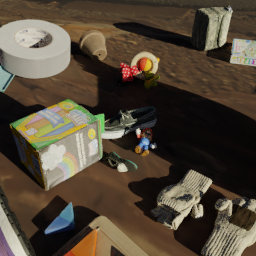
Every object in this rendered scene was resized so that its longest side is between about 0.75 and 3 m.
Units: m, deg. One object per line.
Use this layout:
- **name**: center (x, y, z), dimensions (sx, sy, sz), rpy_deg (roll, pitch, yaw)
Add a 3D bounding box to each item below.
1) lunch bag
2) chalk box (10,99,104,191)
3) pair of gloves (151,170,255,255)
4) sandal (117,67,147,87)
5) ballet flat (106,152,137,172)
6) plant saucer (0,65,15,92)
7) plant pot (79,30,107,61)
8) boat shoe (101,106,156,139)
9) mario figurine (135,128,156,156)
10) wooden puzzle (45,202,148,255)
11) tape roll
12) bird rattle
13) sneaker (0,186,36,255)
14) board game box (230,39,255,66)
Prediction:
- **lunch bag**: center (3.702, -4.351, 12.161), dimensions (1.435, 1.711, 1.192), rpy_deg (-16, 40, -18)
- **chalk box**: center (-1.411, 0.224, 6.487), dimensions (1.986, 1.236, 1.230), rpy_deg (-29, 46, -34)
- **pair of gloves**: center (1.521, 1.577, 5.395), dimensions (1.609, 0.332, 1.892), rpy_deg (-31, 44, -34)
- **sandal**: center (0.192, -1.940, 10.085), dimensions (0.574, 0.344, 1.527), rpy_deg (24, 43, 28)
- **ballet flat**: center (-0.184, 0.839, 6.481), dimensions (0.303, 0.301, 0.885), rpy_deg (-38, 41, -28)
- **plant saucer**: center (-4.389, -1.829, 9.920), dimensions (0.642, 0.174, 1.837), rpy_deg (12, 38, -9)
- **plant pot**: center (-1.327, -3.247, 11.397), dimensions (1.105, 1.105, 0.963), rpy_deg (-17, 59, -22)
- **boat shoe**: center (-0.051, -0.237, 7.586), dimensions (1.774, 0.629, 0.639), rpy_deg (-17, 40, -21)
- **mario figurine**: center (0.437, 0.267, 7.013), dimensions (0.448, 0.521, 0.845), rpy_deg (-20, 31, 30)
- **wooden puzzle**: center (-0.487, 2.364, 4.390), dimensions (2.879, 0.337, 1.942), rpy_deg (25, 43, 30)
- **tape roll**: center (-3.531, -3.045, 10.593), dimensions (2.649, 0.875, 2.649), rpy_deg (7, 47, -7)
- **bird rattle**: center (0.451, -2.031, 9.543), dimensions (1.433, 1.169, 0.807), rpy_deg (22, 24, -1)
- **sneaker**: center (-2.788, 1.534, 4.914), dimensions (1.251, 1.082, 2.856), rpy_deg (-31, 47, -22)
- **board game box**: center (5.046, -3.188, 11.741), dimensions (1.347, 0.343, 2.003), rpy_deg (12, 39, 15)
